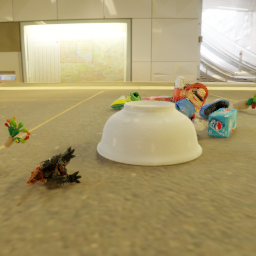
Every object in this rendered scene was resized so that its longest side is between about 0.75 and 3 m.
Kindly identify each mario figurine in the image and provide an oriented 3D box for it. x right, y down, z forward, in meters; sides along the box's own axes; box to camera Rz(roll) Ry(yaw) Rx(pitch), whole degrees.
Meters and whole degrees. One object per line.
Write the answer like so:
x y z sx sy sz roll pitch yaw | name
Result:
1.944 -0.791 8.917 1.237 1.441 2.334 9 40 37 | mario figurine

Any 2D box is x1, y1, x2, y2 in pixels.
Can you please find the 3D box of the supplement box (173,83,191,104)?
2.602 -1.378 13.269 0.772 1.380 2.536 1 11 4 | supplement box

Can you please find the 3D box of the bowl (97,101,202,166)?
0.540 -0.035 7.245 2.728 1.226 2.728 0 12 0 | bowl

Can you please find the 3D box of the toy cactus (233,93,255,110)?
6.232 -1.183 13.868 1.881 1.166 2.279 -15 5 32 | toy cactus

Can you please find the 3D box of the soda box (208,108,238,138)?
3.213 -0.215 9.405 0.631 0.668 1.968 6 13 28 | soda box

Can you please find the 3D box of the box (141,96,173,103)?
1.465 -1.209 14.064 1.511 0.715 0.776 -8 14 -34 | box

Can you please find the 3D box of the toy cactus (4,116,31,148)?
-2.519 0.151 6.153 0.805 0.665 0.412 43 12 21 | toy cactus

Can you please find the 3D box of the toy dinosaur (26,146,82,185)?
-1.386 0.813 5.155 0.884 0.665 1.302 -11 27 18 | toy dinosaur

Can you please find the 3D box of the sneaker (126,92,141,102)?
0.488 -1.512 14.368 0.538 0.607 1.453 26 14 28 | sneaker

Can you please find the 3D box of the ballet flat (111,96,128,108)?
-0.082 -1.421 15.097 1.937 0.649 0.647 -4 -14 -25 | ballet flat

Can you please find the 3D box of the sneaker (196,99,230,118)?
4.008 -0.846 12.124 1.989 0.763 1.106 -12 10 -31 | sneaker
